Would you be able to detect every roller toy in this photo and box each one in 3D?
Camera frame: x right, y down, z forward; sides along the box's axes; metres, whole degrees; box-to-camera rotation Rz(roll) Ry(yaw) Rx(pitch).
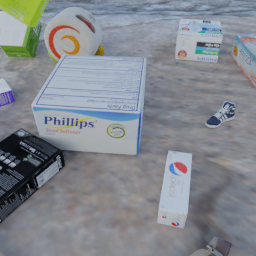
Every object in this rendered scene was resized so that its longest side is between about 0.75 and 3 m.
[{"bbox_3d":[-1.856,-3.216,9.882,1.970,1.797,1.377,7,40,8],"label":"roller toy"}]

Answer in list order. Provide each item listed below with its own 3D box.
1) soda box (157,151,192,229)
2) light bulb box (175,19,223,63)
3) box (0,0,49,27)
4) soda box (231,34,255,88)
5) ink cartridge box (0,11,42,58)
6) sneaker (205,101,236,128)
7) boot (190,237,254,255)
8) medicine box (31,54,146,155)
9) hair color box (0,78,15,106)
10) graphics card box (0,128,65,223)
[{"bbox_3d":[0.966,1.174,5.666,0.531,0.496,1.559,8,40,10],"label":"soda box"},{"bbox_3d":[2.663,-3.352,10.666,1.599,1.007,1.614,7,40,8],"label":"light bulb box"},{"bbox_3d":[-2.346,-3.833,6.537,1.483,2.432,0.580,30,15,-10],"label":"box"},{"bbox_3d":[4.364,-2.361,9.600,0.789,0.849,2.482,-2,40,-2],"label":"soda box"},{"bbox_3d":[-4.548,-3.557,10.590,2.132,0.808,1.576,4,70,6],"label":"ink cartridge box"},{"bbox_3d":[2.495,-0.382,7.489,0.988,0.536,0.346,-21,44,-23],"label":"sneaker"},{"bbox_3d":[1.279,2.534,4.003,1.967,0.691,1.438,-26,41,-30],"label":"boot"},{"bbox_3d":[-0.788,-0.721,7.251,2.382,1.346,2.615,4,41,4],"label":"medicine box"},{"bbox_3d":[-4.193,-0.888,8.149,1.487,0.482,0.813,-22,46,-27],"label":"hair color box"},{"bbox_3d":[-2.588,1.004,5.810,1.402,0.568,2.235,22,46,25],"label":"graphics card box"}]
